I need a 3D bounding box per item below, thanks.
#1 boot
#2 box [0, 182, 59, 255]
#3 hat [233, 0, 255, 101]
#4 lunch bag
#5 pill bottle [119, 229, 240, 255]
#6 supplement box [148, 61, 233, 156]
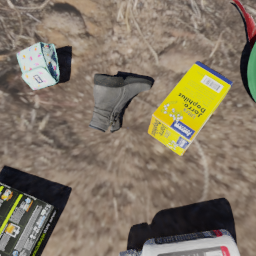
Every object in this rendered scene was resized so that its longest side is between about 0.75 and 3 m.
[{"bbox_3d":[-0.210,-0.648,7.177,0.737,2.113,1.391,19,108,37],"label":"boot"},{"bbox_3d":[-2.725,2.226,5.861,1.867,0.459,1.934,17,67,16],"label":"box"},{"bbox_3d":[3.870,-1.989,8.103,2.462,2.616,2.972,28,94,-19],"label":"hat"},{"bbox_3d":[-2.353,-1.609,7.485,0.926,0.663,1.087,-12,94,28],"label":"lunch bag"},{"bbox_3d":[0.955,2.687,5.339,2.170,1.201,1.201,-8,65,3],"label":"pill bottle"},{"bbox_3d":[1.517,-0.487,6.961,1.074,1.067,1.961,35,70,13],"label":"supplement box"}]
